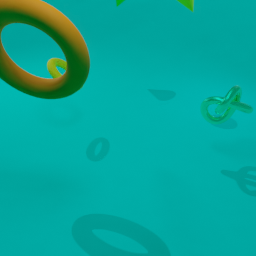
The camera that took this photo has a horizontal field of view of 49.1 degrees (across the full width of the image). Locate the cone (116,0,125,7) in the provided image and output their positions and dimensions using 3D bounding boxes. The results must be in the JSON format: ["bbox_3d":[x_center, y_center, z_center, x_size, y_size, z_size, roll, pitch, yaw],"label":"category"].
[{"bbox_3d":[-0.232,-4.843,10.163,1.019,1.022,1.019,14,50,-17],"label":"cone"}]

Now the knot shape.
[{"bbox_3d":[2.380,-0.508,6.533,1.093,1.168,0.539,2,66,-21],"label":"knot shape"}]

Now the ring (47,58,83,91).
[{"bbox_3d":[-1.658,-1.433,7.481,1.110,0.222,1.110,37,26,-22],"label":"ring"}]

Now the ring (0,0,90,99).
[{"bbox_3d":[-1.547,-1.216,4.601,1.894,1.894,0.379,6,50,10],"label":"ring"}]

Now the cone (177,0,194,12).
[{"bbox_3d":[1.758,-3.873,8.363,0.899,0.902,0.899,-27,26,15],"label":"cone"}]
